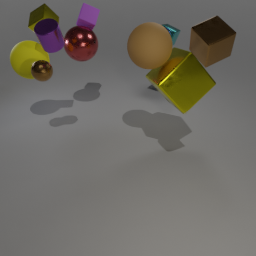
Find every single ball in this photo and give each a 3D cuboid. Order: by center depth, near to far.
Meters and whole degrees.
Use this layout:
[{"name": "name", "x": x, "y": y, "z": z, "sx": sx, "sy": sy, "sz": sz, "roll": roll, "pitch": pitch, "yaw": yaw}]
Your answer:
[{"name": "ball", "x": 0.671, "y": -2.533, "z": 8.684, "sx": 1.400, "sy": 1.400, "sz": 1.400, "roll": 0, "pitch": 32, "yaw": 0}, {"name": "ball", "x": -2.818, "y": -1.875, "z": 9.182, "sx": 0.700, "sy": 0.700, "sz": 0.700, "roll": 0, "pitch": 32, "yaw": 0}, {"name": "ball", "x": -3.659, "y": -2.542, "z": 10.481, "sx": 1.400, "sy": 1.400, "sz": 1.400, "roll": 0, "pitch": 32, "yaw": 0}, {"name": "ball", "x": -1.900, "y": -3.405, "z": 11.335, "sx": 1.400, "sy": 1.400, "sz": 1.400, "roll": 0, "pitch": 32, "yaw": 0}]

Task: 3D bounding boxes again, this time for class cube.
[{"name": "cube", "x": 1.888, "y": -1.950, "z": 6.337, "sx": 0.700, "sy": 0.700, "sz": 0.700, "roll": -26, "pitch": 60, "yaw": -7}, {"name": "cube", "x": 1.669, "y": -1.569, "z": 9.117, "sx": 1.400, "sy": 1.400, "sz": 1.400, "roll": -44, "pitch": 24, "yaw": 7}, {"name": "cube", "x": -2.810, "y": -3.547, "z": 9.379, "sx": 0.700, "sy": 0.700, "sz": 0.700, "roll": -18, "pitch": 59, "yaw": 26}, {"name": "cube", "x": -1.636, "y": -4.502, "z": 11.399, "sx": 0.700, "sy": 0.700, "sz": 0.700, "roll": 17, "pitch": -7, "yaw": -18}, {"name": "cube", "x": 1.734, "y": -4.014, "z": 12.113, "sx": 0.700, "sy": 0.700, "sz": 0.700, "roll": 32, "pitch": 33, "yaw": 14}]

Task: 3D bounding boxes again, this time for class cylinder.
[{"name": "cylinder", "x": -2.279, "y": -2.687, "z": 8.170, "sx": 0.700, "sy": 0.700, "sz": 0.700, "roll": -3, "pitch": 60, "yaw": 5}]
